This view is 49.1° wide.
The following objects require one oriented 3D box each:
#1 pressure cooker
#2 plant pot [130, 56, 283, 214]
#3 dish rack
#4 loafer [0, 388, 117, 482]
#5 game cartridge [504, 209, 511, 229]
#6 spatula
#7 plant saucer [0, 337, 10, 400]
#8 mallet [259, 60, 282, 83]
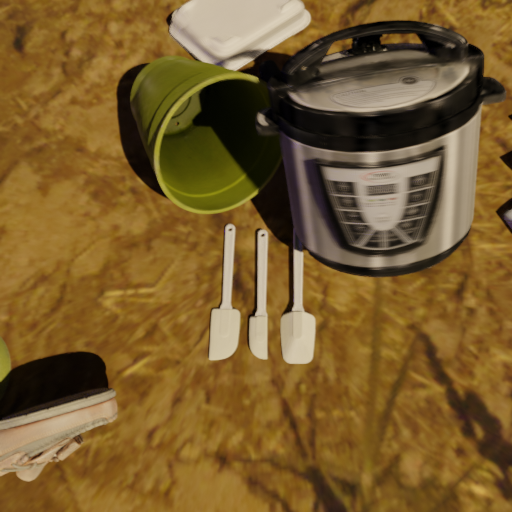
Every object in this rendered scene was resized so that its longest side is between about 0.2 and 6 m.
[{"bbox_3d":[1.731,-1.706,8.251,2.900,3.298,2.946,-32,41,-27],"label":"pressure cooker"},{"bbox_3d":[-1.047,-2.283,9.500,2.353,2.353,2.266,-31,47,-13],"label":"plant pot"},{"bbox_3d":[-0.366,-4.949,11.456,2.486,0.541,2.134,-37,65,-14],"label":"dish rack"},{"bbox_3d":[-3.483,2.790,7.933,3.320,1.194,1.044,-17,84,-1],"label":"loafer"},{"bbox_3d":[5.072,-0.688,9.869,1.269,0.257,0.846,-23,71,-10],"label":"game cartridge"},{"bbox_3d":[0.132,0.573,9.354,1.694,0.196,2.437,0,65,6],"label":"spatula"},{"bbox_3d":[-4.791,1.841,8.699,1.829,0.284,1.829,0,65,-1],"label":"plant saucer"},{"bbox_3d":[0.979,-3.786,11.238,1.921,0.395,0.633,-21,63,-14],"label":"mallet"}]
